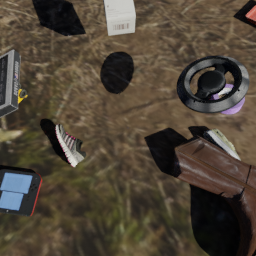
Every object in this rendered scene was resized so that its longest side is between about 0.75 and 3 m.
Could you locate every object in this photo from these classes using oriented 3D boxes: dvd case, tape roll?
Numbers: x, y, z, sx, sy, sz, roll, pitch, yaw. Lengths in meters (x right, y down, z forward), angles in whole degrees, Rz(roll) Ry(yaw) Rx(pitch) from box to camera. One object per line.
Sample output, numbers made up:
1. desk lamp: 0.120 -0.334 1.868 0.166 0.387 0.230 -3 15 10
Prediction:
1. dvd case: -4.403 -0.953 8.370 2.774 0.343 2.085 -22 58 18
2. tape roll: 3.206 -0.937 9.024 0.987 0.324 0.987 0 59 0

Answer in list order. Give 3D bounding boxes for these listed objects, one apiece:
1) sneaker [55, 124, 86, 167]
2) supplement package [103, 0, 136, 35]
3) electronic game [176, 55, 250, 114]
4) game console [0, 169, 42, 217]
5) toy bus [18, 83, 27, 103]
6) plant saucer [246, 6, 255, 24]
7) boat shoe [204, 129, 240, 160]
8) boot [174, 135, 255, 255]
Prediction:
1. sneaker: -1.644 0.427 8.137 0.608 0.513 1.391 -26 67 -15
2. supplement package: -0.303 -3.782 8.607 0.882 0.885 1.509 -8 77 -1
3. electronic game: 2.141 -1.150 7.183 1.795 0.373 1.795 -10 58 17
4. game console: -3.065 1.719 7.552 1.307 0.203 1.156 7 60 4
5. toy bus: -3.743 -1.066 8.806 0.601 0.885 0.850 25 69 18
6. plant saucer: 5.625 -4.361 11.043 1.524 0.280 1.527 37 66 19
7. boat shoe: 2.803 0.562 8.049 0.455 0.529 1.468 -25 61 -18
8. boot: 2.206 1.749 7.190 2.898 0.931 2.700 27 67 19
